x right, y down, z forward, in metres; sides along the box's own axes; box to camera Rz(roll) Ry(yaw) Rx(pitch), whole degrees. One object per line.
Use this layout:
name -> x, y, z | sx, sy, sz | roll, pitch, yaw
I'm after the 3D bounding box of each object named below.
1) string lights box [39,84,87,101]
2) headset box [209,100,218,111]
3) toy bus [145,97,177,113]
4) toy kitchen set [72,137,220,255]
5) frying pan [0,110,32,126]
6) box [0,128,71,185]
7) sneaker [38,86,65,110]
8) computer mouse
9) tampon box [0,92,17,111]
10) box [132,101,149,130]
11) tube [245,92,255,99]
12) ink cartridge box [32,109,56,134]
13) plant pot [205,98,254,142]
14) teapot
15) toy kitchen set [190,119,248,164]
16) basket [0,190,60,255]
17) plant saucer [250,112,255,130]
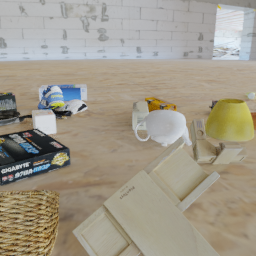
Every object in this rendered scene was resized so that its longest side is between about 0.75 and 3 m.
string lights box -> -3.352, -1.868, 14.656 | 2.365, 0.697, 1.215 | -3, 18, -8
headset box -> 4.042, -0.791, 11.590 | 1.324, 0.511, 0.985 | 5, 18, 11
toy bus -> 1.292, -0.734, 11.183 | 0.795, 0.661, 2.030 | -6, 18, -21
toy kitchen set -> 0.549, 1.544, 4.248 | 1.930, 1.741, 1.575 | -39, 72, -12
frying pan -> -4.356, -0.426, 10.662 | 2.426, 0.395, 1.468 | -3, 19, -16
box -> -2.708, 0.622, 7.149 | 1.691, 0.489, 2.128 | -13, 22, -36
sneaker -> -3.293, -1.229, 11.927 | 0.776, 0.863, 2.099 | -10, 1, -36
computer mouse -> -2.506, -0.882, 11.920 | 1.203, 0.481, 2.193 | 5, 18, 20
tampon box -> -5.538, -1.082, 12.121 | 1.178, 0.744, 0.883 | -11, 21, -31
box -> 0.456, -0.487, 10.360 | 0.577, 0.694, 1.689 | 0, 16, 1
tube -> 6.651, -1.821, 15.198 | 0.382, 0.342, 1.318 | 44, 24, 8
ink cartridge box -> -2.851, -0.214, 9.506 | 0.671, 0.659, 0.911 | -8, 19, -23
plant pot -> 3.342, -0.346, 9.177 | 1.577, 1.119, 1.577 | 0, 18, 0
teapot -> 1.068, 0.068, 8.294 | 1.292, 0.944, 1.275 | -8, -22, 44
toy kitchen set -> 2.251, 0.226, 6.854 | 1.182, 1.066, 0.964 | -1, -27, -2
basket -> -1.832, 1.528, 4.393 | 1.419, 1.057, 1.013 | -1, -15, -3
plant saucer -> 5.032, -0.256, 10.196 | 1.826, 0.342, 1.826 | 0, 18, 0
